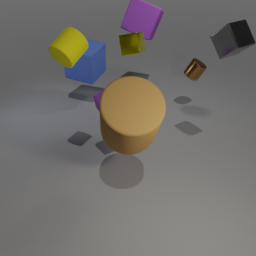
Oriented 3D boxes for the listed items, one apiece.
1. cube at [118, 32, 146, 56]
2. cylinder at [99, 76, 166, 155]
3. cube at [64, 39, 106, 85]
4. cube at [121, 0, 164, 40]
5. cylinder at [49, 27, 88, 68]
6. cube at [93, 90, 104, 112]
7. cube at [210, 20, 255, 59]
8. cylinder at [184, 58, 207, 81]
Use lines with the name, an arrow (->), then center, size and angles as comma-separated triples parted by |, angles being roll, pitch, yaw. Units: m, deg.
cube -> 0.155, -2.946, 9.817 | 0.700, 0.700, 0.700 | -3, 18, 21
cylinder -> 0.056, -0.239, 6.447 | 1.400, 1.400, 1.400 | 2, 68, -4
cube -> -1.894, -2.992, 12.396 | 1.400, 1.400, 1.400 | 17, 44, 15
cube -> 0.676, -4.957, 12.770 | 1.400, 1.400, 1.400 | 25, 21, 3
cylinder -> -1.441, -1.953, 6.816 | 0.700, 0.700, 0.700 | 20, 66, 31
cube -> -0.488, -0.680, 8.032 | 0.700, 0.700, 0.700 | -32, 71, -12
cube -> 2.783, -2.350, 7.460 | 0.700, 0.700, 0.700 | -21, -2, -26
cylinder -> 2.823, -2.450, 11.782 | 0.700, 0.700, 0.700 | 23, 34, -17
